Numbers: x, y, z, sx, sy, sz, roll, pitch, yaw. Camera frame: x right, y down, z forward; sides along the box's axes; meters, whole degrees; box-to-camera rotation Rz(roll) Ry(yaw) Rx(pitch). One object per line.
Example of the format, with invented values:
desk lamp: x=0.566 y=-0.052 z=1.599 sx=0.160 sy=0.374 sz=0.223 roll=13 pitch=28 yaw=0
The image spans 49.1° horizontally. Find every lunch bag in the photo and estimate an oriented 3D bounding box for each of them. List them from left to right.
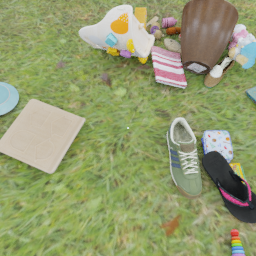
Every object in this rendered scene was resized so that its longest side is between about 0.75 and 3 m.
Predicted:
lunch bag: x=3.294 y=0.685 z=10.450 sx=1.063 sy=0.501 sz=1.327 roll=-2 pitch=59 yaw=6

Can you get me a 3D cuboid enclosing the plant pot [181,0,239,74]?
plant pot: x=3.243 y=-3.731 z=12.036 sx=2.405 sy=2.405 sz=2.574 roll=14 pitch=80 yaw=8

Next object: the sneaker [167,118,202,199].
sneaker: x=1.968 y=0.933 z=9.840 sx=0.965 sy=1.292 sz=2.879 roll=-7 pitch=61 yaw=-4

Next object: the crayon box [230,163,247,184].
crayon box: x=3.660 y=1.650 z=10.014 sx=1.130 sy=0.291 sz=0.711 roll=-3 pitch=61 yaw=-2

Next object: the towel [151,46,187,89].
towel: x=1.758 y=-2.668 z=12.148 sx=1.465 sy=0.231 sz=2.034 roll=9 pitch=55 yaw=-19

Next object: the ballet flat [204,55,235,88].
ballet flat: x=4.034 y=-2.578 z=12.173 sx=1.996 sy=0.722 sz=0.677 roll=-40 pitch=69 yaw=-20

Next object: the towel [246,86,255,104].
towel: x=6.559 y=-1.281 z=11.709 sx=2.679 sy=0.291 sz=1.965 roll=-23 pitch=63 yaw=-14

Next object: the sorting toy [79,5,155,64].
sorting toy: x=-0.591 y=-3.789 z=12.024 sx=2.643 sy=2.937 sz=1.569 roll=8 pitch=88 yaw=23

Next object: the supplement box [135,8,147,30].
supplement box: x=0.591 y=-5.051 z=13.585 sx=0.595 sy=0.575 sz=1.730 roll=-1 pitch=63 yaw=8

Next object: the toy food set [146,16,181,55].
toy food set: x=2.058 y=-4.630 z=13.508 sx=2.732 sy=0.430 sz=1.736 roll=36 pitch=66 yaw=19

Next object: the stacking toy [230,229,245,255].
stacking toy: x=3.422 y=3.680 z=8.822 sx=0.410 sy=0.410 sz=0.961 roll=1 pitch=56 yaw=0

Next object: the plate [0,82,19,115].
plate: x=-5.527 y=-1.282 z=11.482 sx=1.972 sy=0.252 sz=1.972 roll=6 pitch=51 yaw=-7

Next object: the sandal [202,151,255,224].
sandal: x=3.517 y=1.993 z=9.365 sx=1.057 sy=0.634 sz=2.814 roll=-34 pitch=79 yaw=-9

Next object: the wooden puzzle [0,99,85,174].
wooden puzzle: x=-3.258 y=0.289 z=10.650 sx=2.675 sy=0.619 sz=2.477 roll=19 pitch=62 yaw=16

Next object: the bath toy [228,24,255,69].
bath toy: x=4.941 y=-3.626 z=12.298 sx=1.191 sy=1.012 sz=2.739 roll=-21 pitch=32 yaw=22
